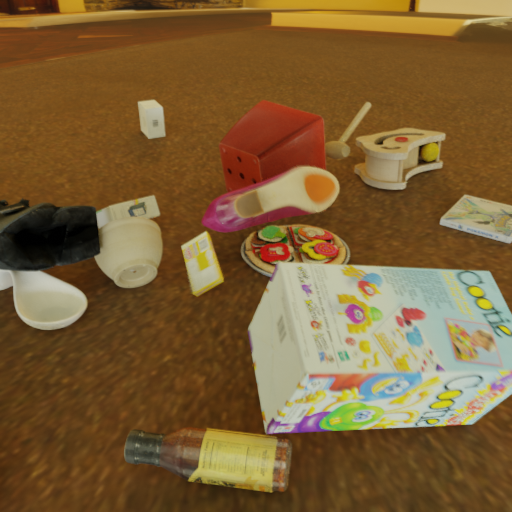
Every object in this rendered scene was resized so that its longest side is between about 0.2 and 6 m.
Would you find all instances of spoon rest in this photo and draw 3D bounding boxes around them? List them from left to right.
[{"bbox_3d":[-3.510,0.581,8.856,2.030,0.615,1.009,22,34,34],"label":"spoon rest"}]

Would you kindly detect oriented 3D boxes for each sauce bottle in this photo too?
[{"bbox_3d":[-0.522,2.186,6.133,1.794,0.592,0.592,4,30,10],"label":"sauce bottle"}]

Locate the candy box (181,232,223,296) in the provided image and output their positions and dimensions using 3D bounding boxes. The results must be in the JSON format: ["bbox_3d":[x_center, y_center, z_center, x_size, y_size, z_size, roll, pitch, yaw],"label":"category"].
[{"bbox_3d":[-0.920,0.124,9.473,0.546,0.141,1.069,-31,52,15],"label":"candy box"}]

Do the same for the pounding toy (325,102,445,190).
[{"bbox_3d":[3.275,-2.692,13.388,3.039,1.743,1.738,-16,29,-25],"label":"pounding toy"}]

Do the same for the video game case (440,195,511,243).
[{"bbox_3d":[4.797,-0.808,11.703,1.413,0.171,1.550,20,35,31],"label":"video game case"}]

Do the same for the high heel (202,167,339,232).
[{"bbox_3d":[0.298,-0.975,10.245,2.625,0.884,1.259,-24,7,-35],"label":"high heel"}]

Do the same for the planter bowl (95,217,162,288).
[{"bbox_3d":[-2.116,0.030,9.449,1.206,1.206,0.812,-11,59,-18],"label":"planter bowl"}]

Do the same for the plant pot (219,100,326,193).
[{"bbox_3d":[0.269,-2.106,12.440,1.688,1.914,1.916,-33,43,-30],"label":"plant pot"}]

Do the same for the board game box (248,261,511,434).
[{"bbox_3d":[1.450,1.064,6.406,2.701,1.391,1.417,3,49,-17],"label":"board game box"}]

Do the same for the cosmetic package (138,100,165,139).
[{"bbox_3d":[-3.099,-4.055,16.609,0.546,0.886,0.889,-14,33,-22],"label":"cosmetic package"}]

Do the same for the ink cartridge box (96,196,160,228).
[{"bbox_3d":[-2.559,-0.828,11.138,1.040,0.455,0.756,-18,5,-37],"label":"ink cartridge box"}]

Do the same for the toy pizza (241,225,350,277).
[{"bbox_3d":[0.729,-0.179,10.460,2.033,0.322,2.033,0,30,0],"label":"toy pizza"}]

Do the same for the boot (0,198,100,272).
[{"bbox_3d":[-4.826,-0.128,8.811,3.852,1.265,3.175,10,29,35],"label":"boot"}]
